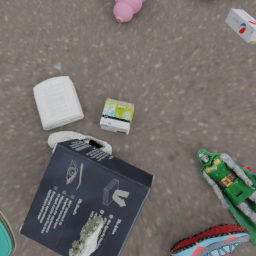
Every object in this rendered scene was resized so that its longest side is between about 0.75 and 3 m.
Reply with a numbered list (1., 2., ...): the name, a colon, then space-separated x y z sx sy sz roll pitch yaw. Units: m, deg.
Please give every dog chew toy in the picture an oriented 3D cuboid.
1. dog chew toy: 0.065 -4.338 9.362 1.072 1.072 1.721 24 84 7

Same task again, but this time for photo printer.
1. photo printer: -2.165 -0.824 8.572 1.254 0.523 1.507 -20 74 -5

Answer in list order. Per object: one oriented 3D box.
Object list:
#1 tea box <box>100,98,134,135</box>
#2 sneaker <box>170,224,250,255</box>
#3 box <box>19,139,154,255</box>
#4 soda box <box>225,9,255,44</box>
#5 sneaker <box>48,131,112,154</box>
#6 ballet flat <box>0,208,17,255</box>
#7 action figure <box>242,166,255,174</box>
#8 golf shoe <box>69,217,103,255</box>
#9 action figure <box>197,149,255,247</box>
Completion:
1. tea box: -0.313 -0.343 8.408 0.857 0.573 0.843 12 73 4
2. sneaker: 2.228 3.247 7.376 2.112 0.838 1.009 -20 88 1
3. box: -0.936 1.860 6.982 2.431 1.427 2.391 25 96 7
4. soda box: 2.960 -2.580 7.071 0.403 0.377 1.183 -2 45 -18
5. sneaker: -1.415 0.436 8.098 1.900 0.770 0.714 10 76 4
6. ballet flat: -2.801 1.190 4.778 0.841 0.795 2.495 -42 103 6
7. action figure: 3.747 1.692 7.882 2.138 0.553 0.699 38 80 13
8. golf shoe: -0.789 2.308 5.779 0.374 0.464 0.954 5 47 46
9. action figure: 2.972 1.670 7.603 2.920 0.799 1.725 47 113 19
